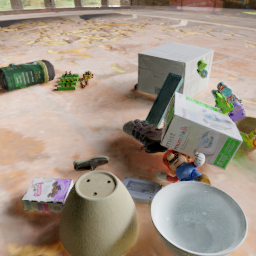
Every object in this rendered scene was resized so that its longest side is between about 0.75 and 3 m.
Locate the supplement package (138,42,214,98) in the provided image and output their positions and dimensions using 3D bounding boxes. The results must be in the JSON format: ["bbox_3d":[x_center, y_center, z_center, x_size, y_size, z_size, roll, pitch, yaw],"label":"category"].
[{"bbox_3d":[2.464,-3.002,14.686,2.777,2.136,2.904,23,37,34],"label":"supplement package"}]

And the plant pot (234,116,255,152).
[{"bbox_3d":[4.383,0.308,10.223,1.418,0.952,1.418,0,30,0],"label":"plant pot"}]

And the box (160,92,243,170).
[{"bbox_3d":[2.397,-0.005,9.704,2.257,1.237,2.558,22,25,1],"label":"box"}]

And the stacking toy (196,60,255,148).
[{"bbox_3d":[3.284,-0.834,8.985,0.655,2.788,2.102,-36,36,21],"label":"stacking toy"}]

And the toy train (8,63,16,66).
[{"bbox_3d":[-6.532,-3.301,16.671,1.846,0.786,1.052,7,43,7],"label":"toy train"}]

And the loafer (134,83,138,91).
[{"bbox_3d":[0.523,-2.232,15.249,0.282,0.284,0.780,13,34,13],"label":"loafer"}]

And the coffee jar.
[{"bbox_3d":[-5.577,-2.959,15.498,2.903,1.239,1.514,-22,30,-32],"label":"coffee jar"}]

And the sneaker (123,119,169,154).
[{"bbox_3d":[0.596,0.383,10.244,2.074,0.806,1.451,10,31,18],"label":"sneaker"}]

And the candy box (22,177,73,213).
[{"bbox_3d":[-2.262,1.906,8.021,1.175,0.420,0.985,2,30,4],"label":"candy box"}]

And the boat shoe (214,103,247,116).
[{"bbox_3d":[4.625,-0.860,12.641,1.475,0.525,0.515,17,34,26],"label":"boat shoe"}]

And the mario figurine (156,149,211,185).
[{"bbox_3d":[1.552,1.212,8.401,1.287,1.105,2.084,-11,23,-10],"label":"mario figurine"}]

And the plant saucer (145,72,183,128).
[{"bbox_3d":[1.427,-1.022,11.374,0.235,2.481,0.868,20,9,-37],"label":"plant saucer"}]

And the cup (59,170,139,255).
[{"bbox_3d":[-0.739,1.946,6.922,2.063,1.476,2.063,-1,31,0],"label":"cup"}]

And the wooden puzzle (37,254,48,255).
[{"bbox_3d":[-2.476,3.343,5.686,1.661,0.309,1.536,-4,30,-8],"label":"wooden puzzle"}]

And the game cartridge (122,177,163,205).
[{"bbox_3d":[0.359,1.867,8.297,1.241,0.258,0.827,9,36,14],"label":"game cartridge"}]

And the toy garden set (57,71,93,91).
[{"bbox_3d":[-2.966,-2.794,16.014,1.880,0.450,2.255,-2,30,-3],"label":"toy garden set"}]

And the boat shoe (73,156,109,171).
[{"bbox_3d":[-1.200,1.222,9.258,1.196,0.438,0.388,-10,41,-8],"label":"boat shoe"}]

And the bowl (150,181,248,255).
[{"bbox_3d":[1.593,2.361,6.686,2.202,0.990,2.202,1,30,0],"label":"bowl"}]
